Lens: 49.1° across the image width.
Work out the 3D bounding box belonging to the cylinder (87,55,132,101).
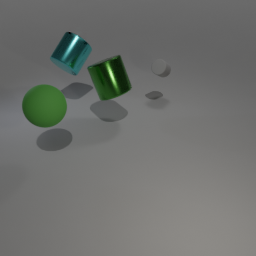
[{"bbox_3d":[-0.712,-1.986,11.078,1.400,1.400,1.400,-19,18,6],"label":"cylinder"}]

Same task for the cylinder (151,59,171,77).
[{"bbox_3d":[1.506,-2.689,12.653,0.700,0.700,0.700,19,8,26],"label":"cylinder"}]

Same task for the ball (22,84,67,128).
[{"bbox_3d":[-2.699,-0.711,9.103,1.400,1.400,1.400,0,33,0],"label":"ball"}]

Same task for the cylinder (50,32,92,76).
[{"bbox_3d":[-2.552,-3.319,12.595,1.400,1.400,1.400,24,81,33],"label":"cylinder"}]
